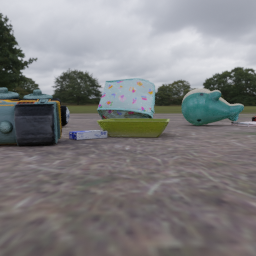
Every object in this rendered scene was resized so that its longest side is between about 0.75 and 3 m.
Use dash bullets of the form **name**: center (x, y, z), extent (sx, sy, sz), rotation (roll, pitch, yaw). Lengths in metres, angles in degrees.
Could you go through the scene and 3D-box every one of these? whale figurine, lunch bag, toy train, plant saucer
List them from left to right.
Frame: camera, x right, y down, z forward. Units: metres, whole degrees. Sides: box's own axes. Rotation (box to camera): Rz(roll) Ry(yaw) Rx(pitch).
- **toy train**: center (-2.483, -0.181, 5.466), extent (2.633, 1.122, 1.501), rotation (-1, 13, -12)
- **lunch bag**: center (0.048, -0.988, 10.866), extent (2.048, 1.745, 1.249), rotation (0, -38, 13)
- **plant saucer**: center (0.223, -0.019, 7.373), extent (1.727, 0.414, 1.725), rotation (0, 4, 9)
- **whale figurine**: center (3.467, -0.677, 11.673), extent (2.470, 1.282, 1.965), rotation (13, -38, 5)

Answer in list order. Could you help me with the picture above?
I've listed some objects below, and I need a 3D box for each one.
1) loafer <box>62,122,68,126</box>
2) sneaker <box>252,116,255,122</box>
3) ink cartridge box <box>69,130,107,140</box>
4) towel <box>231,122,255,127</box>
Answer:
- **loafer**: center (-3.254, -0.593, 11.353), extent (0.947, 0.925, 2.594), rotation (9, -4, -42)
- **sneaker**: center (6.433, -0.396, 13.357), extent (0.543, 0.393, 1.111), rotation (-3, 3, -9)
- **ink cartridge box**: center (-0.917, 0.157, 6.495), extent (0.800, 0.177, 0.376), rotation (-3, 4, -38)
- **towel**: center (5.030, -0.171, 11.692), extent (1.004, 0.169, 1.051), rotation (-1, 5, -23)
